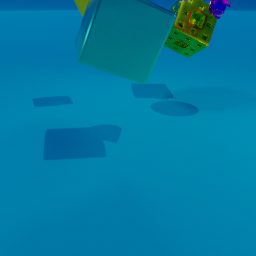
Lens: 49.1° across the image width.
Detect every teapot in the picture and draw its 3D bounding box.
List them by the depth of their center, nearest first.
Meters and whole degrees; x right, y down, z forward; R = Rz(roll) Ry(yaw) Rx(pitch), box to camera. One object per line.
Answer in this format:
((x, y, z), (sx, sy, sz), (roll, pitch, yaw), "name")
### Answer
((2.571, -3.487, 7.751), (0.556, 0.706, 1.136), (16, 72, 8), "teapot")

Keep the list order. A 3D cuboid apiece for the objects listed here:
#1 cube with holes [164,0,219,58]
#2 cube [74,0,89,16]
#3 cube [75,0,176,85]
((1.867, -3.172, 8.812), (1.227, 1.227, 1.227), (22, -9, -14), "cube with holes")
((-1.000, -3.523, 7.025), (0.848, 0.848, 0.848), (-23, 51, 6), "cube")
((-0.132, -1.691, 4.920), (1.246, 1.246, 1.246), (15, 24, -21), "cube")
